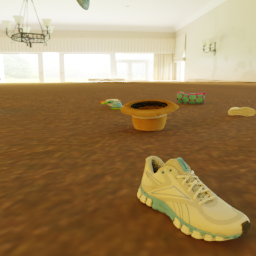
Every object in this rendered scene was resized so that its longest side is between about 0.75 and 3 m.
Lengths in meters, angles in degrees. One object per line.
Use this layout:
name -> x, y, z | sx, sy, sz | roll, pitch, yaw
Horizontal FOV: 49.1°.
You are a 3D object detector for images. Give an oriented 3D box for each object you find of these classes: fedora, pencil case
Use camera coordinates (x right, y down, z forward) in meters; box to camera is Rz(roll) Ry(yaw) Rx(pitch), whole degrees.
fedora -> 0.551, -0.304, 7.168 | 1.587, 0.647, 1.587 | -2, 17, 0
pencil case -> 2.855, -1.389, 12.764 | 1.256, 0.580, 0.535 | 4, 42, 13

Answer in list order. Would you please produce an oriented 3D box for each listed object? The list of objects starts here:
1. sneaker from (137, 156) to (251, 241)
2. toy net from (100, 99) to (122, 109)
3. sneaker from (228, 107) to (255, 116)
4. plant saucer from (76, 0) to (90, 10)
sneaker -> 0.557, 0.610, 2.765 | 0.498, 0.576, 1.328 | -7, 14, -38
toy net -> -0.725, -0.984, 11.566 | 0.875, 0.322, 1.669 | -4, 10, -7
sneaker -> 3.844, -0.585, 9.457 | 0.847, 0.312, 0.489 | 4, 15, 24
plant saucer -> -1.198, -3.529, 7.392 | 0.153, 0.793, 0.793 | -16, 4, 24
